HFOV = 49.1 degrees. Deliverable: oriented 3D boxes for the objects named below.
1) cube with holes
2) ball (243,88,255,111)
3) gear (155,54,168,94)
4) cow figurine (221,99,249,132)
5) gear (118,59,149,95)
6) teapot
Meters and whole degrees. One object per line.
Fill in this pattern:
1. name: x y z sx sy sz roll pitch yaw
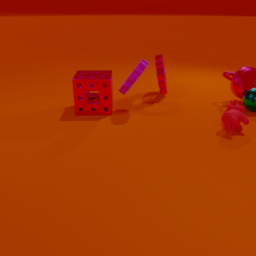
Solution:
1. cube with holes: -1.175 -1.251 9.753 1.254 1.254 1.254 -1 24 -2
2. ball: 4.397 -0.983 9.685 0.805 0.805 0.805 0 24 0
3. gear: 1.341 -2.136 11.218 0.283 1.533 1.533 -8 23 11
4. cow figurine: 3.100 -0.394 8.327 1.050 0.576 1.033 -2 50 -33
5. gear: 0.176 -1.689 9.292 0.241 1.304 1.304 38 25 -8
6. teapot: 4.457 -1.596 10.531 2.016 1.254 0.987 27 -7 -6
